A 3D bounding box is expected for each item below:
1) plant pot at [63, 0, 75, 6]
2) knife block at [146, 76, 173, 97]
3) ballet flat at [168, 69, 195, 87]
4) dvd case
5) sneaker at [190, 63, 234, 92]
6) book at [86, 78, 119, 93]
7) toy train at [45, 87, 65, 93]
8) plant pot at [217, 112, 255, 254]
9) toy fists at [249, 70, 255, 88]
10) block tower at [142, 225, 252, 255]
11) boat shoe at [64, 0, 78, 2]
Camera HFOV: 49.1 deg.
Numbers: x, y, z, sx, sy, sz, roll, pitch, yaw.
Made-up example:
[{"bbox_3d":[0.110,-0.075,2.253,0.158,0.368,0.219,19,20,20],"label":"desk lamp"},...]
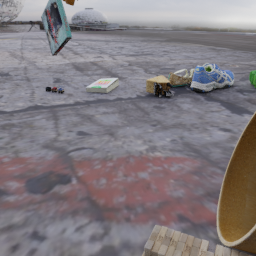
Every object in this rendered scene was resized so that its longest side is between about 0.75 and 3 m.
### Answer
[{"bbox_3d":[-1.713,-3.712,7.339,0.723,0.790,0.790,9,20,-18],"label":"plant pot"},{"bbox_3d":[1.525,-1.717,11.650,1.421,0.518,1.619,18,28,35],"label":"knife block"},{"bbox_3d":[2.810,-2.348,12.856,2.194,0.716,0.774,-10,20,-24],"label":"ballet flat"},{"bbox_3d":[-1.029,-1.441,3.966,0.094,0.625,0.856,-18,6,-26],"label":"dvd case"},{"bbox_3d":[3.856,-2.313,12.346,2.782,1.071,1.053,-19,28,-40],"label":"sneaker"},{"bbox_3d":[-1.099,-1.858,12.303,0.960,0.345,1.437,5,25,18],"label":"book"},{"bbox_3d":[-3.072,-1.615,11.781,0.964,0.221,0.164,10,25,21],"label":"toy train"},{"bbox_3d":[2.787,0.915,3.727,2.417,2.252,2.252,20,26,7],"label":"plant pot"},{"bbox_3d":[6.006,-2.121,12.399,1.064,0.718,2.087,11,23,8],"label":"toy fists"},{"bbox_3d":[1.038,1.769,3.456,1.826,0.528,0.493,9,24,23],"label":"block tower"},{"bbox_3d":[-1.765,-4.552,9.508,1.036,0.354,0.383,-22,-6,-19],"label":"boat shoe"}]
